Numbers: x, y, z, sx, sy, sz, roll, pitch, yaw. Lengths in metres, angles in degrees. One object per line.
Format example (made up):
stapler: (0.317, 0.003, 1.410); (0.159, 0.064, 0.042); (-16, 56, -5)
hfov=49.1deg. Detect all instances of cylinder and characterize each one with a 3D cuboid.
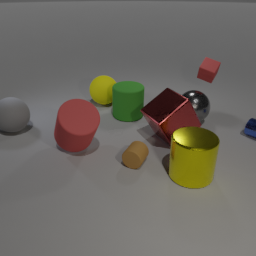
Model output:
cylinder: (-1.788, -0.067, 9.687); (1.400, 1.400, 1.400); (9, 59, -15)
cylinder: (0.247, 0.884, 9.283); (0.700, 0.700, 0.700); (12, 31, 21)
cylinder: (1.985, 0.872, 8.564); (1.400, 1.400, 1.400); (0, 28, 0)
cylinder: (5.021, 0.047, 10.874); (0.700, 0.700, 0.700); (-22, 35, -35)
cylinder: (0.008, -1.201, 12.441); (1.400, 1.400, 1.400); (1, 29, 0)

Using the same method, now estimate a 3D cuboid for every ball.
ball: (-4.639, -0.524, 11.162); (1.400, 1.400, 1.400); (0, 28, 0)
ball: (2.768, -0.901, 11.875); (1.400, 1.400, 1.400); (0, 28, 0)
ball: (-1.173, -1.847, 13.632); (1.400, 1.400, 1.400); (0, 28, 0)

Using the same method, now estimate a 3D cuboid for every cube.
cube: (3.511, -2.518, 12.199); (0.700, 0.700, 0.700); (27, 64, 17)
cube: (1.582, -0.382, 10.394); (1.400, 1.400, 1.400); (-40, 36, -4)
